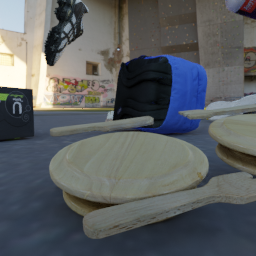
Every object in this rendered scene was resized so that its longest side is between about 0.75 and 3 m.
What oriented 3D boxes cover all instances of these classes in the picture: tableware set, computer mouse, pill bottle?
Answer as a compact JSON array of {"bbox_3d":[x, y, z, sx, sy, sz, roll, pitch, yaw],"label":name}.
[{"bbox_3d":[0.574,0.263,2.026,2.191,0.439,1.448,-7,18,-19],"label":"tableware set"},{"bbox_3d":[5.187,-0.546,10.341,0.490,1.288,1.860,31,-27,-31],"label":"computer mouse"},{"bbox_3d":[3.274,-3.206,6.529,2.397,1.348,1.348,17,4,-1],"label":"pill bottle"}]

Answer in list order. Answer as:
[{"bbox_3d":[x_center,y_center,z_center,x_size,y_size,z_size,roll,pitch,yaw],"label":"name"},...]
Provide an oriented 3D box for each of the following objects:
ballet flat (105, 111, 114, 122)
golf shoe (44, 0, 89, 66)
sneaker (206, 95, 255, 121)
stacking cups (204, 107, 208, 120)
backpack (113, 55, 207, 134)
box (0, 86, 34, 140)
[{"bbox_3d":[-0.466,-0.255,8.484,0.525,0.519,1.543,0,4,-6],"label":"ballet flat"},{"bbox_3d":[-2.291,-3.551,10.652,1.294,2.739,1.065,8,22,-45],"label":"golf shoe"},{"bbox_3d":[4.914,-0.695,11.789,2.997,1.128,1.326,2,-8,33],"label":"sneaker"},{"bbox_3d":[3.408,-0.799,15.271,0.662,0.662,2.189,-4,5,-43],"label":"stacking cups"},{"bbox_3d":[0.907,-0.839,6.967,1.979,1.917,2.359,1,2,-27],"label":"backpack"},{"bbox_3d":[-2.835,-0.295,5.530,1.615,1.004,1.200,3,5,34],"label":"box"}]
